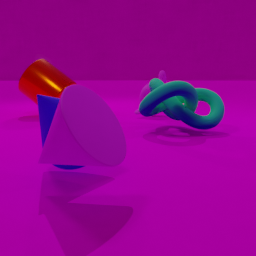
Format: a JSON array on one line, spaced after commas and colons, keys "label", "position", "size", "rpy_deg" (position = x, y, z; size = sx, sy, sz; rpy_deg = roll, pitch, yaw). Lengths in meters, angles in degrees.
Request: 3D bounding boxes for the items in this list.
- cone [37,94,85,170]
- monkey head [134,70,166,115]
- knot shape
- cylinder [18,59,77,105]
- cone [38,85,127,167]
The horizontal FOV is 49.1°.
[{"label": "cone", "position": [-0.836, -0.126, 3.396], "size": [0.996, 0.996, 1.000], "rpy_deg": [3, -26, 18]}, {"label": "monkey head", "position": [0.965, -0.926, 8.825], "size": [0.995, 1.652, 1.188], "rpy_deg": [38, -9, -40]}, {"label": "knot shape", "position": [1.283, -0.556, 6.475], "size": [1.858, 0.918, 1.986], "rpy_deg": [14, 8, 9]}, {"label": "cylinder", "position": [-2.584, -1.315, 9.098], "size": [1.336, 1.336, 1.336], "rpy_deg": [37, 15, 3]}, {"label": "cone", "position": [-0.628, 0.169, 2.837], "size": [0.880, 0.876, 0.876], "rpy_deg": [-32, -4, 25]}]
